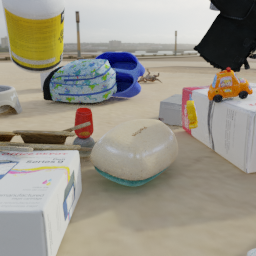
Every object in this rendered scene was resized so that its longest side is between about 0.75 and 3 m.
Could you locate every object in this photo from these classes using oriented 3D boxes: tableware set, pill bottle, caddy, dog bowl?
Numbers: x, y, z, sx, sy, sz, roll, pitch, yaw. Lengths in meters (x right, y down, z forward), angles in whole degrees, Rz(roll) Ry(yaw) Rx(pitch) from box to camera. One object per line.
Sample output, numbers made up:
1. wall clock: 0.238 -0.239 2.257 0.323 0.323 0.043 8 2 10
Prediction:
1. tableware set: -2.034 0.111 5.116 2.657 0.533 1.757 1 -4 30
2. pill bottle: -2.702 -3.191 8.138 1.675 2.990 1.675 7 52 -10
3. caddy: -0.534 -2.341 12.241 2.626 1.856 1.378 9 -5 30
4. dog bowl: -5.146 -0.892 9.493 2.908 0.853 2.908 1 17 0

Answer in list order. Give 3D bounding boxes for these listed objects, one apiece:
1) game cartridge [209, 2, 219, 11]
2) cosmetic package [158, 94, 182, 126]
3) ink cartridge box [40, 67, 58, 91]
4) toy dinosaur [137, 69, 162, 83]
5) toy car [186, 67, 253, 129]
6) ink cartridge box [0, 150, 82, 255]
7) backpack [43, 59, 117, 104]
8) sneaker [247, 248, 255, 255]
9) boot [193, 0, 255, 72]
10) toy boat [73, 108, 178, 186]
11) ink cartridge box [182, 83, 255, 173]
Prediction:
1. game cartridge: 3.238 -4.308 9.179 1.270 0.845 0.260 -20 43 -19
2. cosmetic package: 1.594 -0.587 8.695 0.862 0.728 1.613 10 16 21
3. ink cartridge box: -4.143 -2.649 14.974 0.670 1.162 1.601 0 16 -1
4. toy dinosaur: 1.416 -3.152 17.893 1.519 0.652 1.029 12 -23 -16
5. toy car: 1.711 -0.638 5.123 0.894 0.606 1.822 1 26 32
6. ink cartridge box: -1.356 0.883 3.479 1.252 0.754 1.723 0 13 2
7. backpack: -1.763 -1.869 11.336 2.660 2.045 2.170 20 35 14
8. sneaker: 2.129 1.218 2.624 1.968 0.741 0.871 2 -5 -5
9. boot: 2.561 -3.026 7.800 2.869 2.351 1.062 28 48 5
10. toy boat: -0.178 0.352 5.244 2.197 1.021 1.846 20 28 31
11. ink cartridge box: 2.769 -0.216 6.338 2.142 1.247 2.941 -6 16 -11
